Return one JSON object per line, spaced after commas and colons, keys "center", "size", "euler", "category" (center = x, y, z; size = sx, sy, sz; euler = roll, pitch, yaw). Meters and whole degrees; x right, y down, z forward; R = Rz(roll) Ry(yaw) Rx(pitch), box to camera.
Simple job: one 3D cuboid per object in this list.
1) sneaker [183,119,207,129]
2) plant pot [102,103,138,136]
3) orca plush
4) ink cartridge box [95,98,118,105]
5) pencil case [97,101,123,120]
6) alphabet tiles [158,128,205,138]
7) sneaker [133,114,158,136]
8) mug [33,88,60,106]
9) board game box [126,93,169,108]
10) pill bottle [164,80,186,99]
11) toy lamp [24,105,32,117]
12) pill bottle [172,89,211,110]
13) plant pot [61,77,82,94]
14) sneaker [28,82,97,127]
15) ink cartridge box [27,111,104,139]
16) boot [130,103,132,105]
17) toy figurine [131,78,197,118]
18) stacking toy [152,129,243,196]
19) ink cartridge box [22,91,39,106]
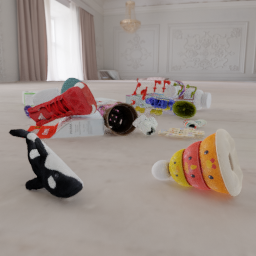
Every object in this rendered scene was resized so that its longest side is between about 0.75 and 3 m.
{"center": [2.366, -0.093, 9.713], "size": [0.853, 0.300, 0.399], "euler": [1, 31, -11], "category": "sneaker"}
{"center": [-0.330, -0.304, 9.030], "size": [1.028, 1.028, 1.018], "euler": [-5, 6, -20], "category": "plant pot"}
{"center": [-1.592, 0.663, 4.844], "size": [0.754, 1.116, 2.121], "euler": [-44, 57, -15], "category": "orca plush"}
{"center": [-1.421, -1.461, 15.922], "size": [1.415, 0.334, 1.132], "euler": [14, 18, 36], "category": "ink cartridge box"}
{"center": [-0.638, -0.679, 11.392], "size": [0.678, 0.708, 1.637], "euler": [-37, -7, 28], "category": "pencil case"}
{"center": [1.655, 0.161, 8.698], "size": [1.389, 0.101, 1.359], "euler": [2, 10, 13], "category": "alphabet tiles"}
{"center": [0.650, -0.015, 8.830], "size": [0.595, 0.551, 1.467], "euler": [49, 17, 17], "category": "sneaker"}
{"center": [-4.028, -1.387, 14.080], "size": [1.230, 1.036, 1.403], "euler": [-9, -7, -3], "category": "mug"}
{"center": [1.051, -1.537, 15.482], "size": [1.951, 0.627, 1.439], "euler": [-6, 14, -29], "category": "board game box"}
{"center": [2.142, -1.794, 13.108], "size": [0.818, 0.818, 1.468], "euler": [5, 14, 24], "category": "pill bottle"}
{"center": [-4.274, -0.723, 12.194], "size": [0.437, 0.437, 1.500], "euler": [-5, 12, -21], "category": "toy lamp"}
{"center": [3.160, -1.425, 14.005], "size": [1.810, 1.015, 1.015], "euler": [8, 15, 32], "category": "pill bottle"}
{"center": [-3.020, -1.798, 15.184], "size": [1.574, 1.574, 1.060], "euler": [6, 45, 27], "category": "plant pot"}
{"center": [-2.054, -0.511, 8.498], "size": [1.587, 1.076, 2.747], "euler": [-32, 9, -25], "category": "sneaker"}
{"center": [-2.091, -0.163, 9.244], "size": [2.452, 0.580, 1.963], "euler": [-2, 12, -11], "category": "ink cartridge box"}
{"center": [-0.195, -1.111, 14.318], "size": [0.832, 0.275, 0.728], "euler": [-2, 12, -3], "category": "boot"}
{"center": [1.728, -1.260, 12.368], "size": [2.835, 1.495, 1.699], "euler": [9, 4, 20], "category": "toy figurine"}
{"center": [1.119, 0.704, 4.912], "size": [1.526, 1.115, 1.115], "euler": [-16, 4, 28], "category": "stacking toy"}
{"center": [-5.342, -1.726, 16.051], "size": [1.260, 0.728, 1.732], "euler": [-6, 13, -24], "category": "ink cartridge box"}
